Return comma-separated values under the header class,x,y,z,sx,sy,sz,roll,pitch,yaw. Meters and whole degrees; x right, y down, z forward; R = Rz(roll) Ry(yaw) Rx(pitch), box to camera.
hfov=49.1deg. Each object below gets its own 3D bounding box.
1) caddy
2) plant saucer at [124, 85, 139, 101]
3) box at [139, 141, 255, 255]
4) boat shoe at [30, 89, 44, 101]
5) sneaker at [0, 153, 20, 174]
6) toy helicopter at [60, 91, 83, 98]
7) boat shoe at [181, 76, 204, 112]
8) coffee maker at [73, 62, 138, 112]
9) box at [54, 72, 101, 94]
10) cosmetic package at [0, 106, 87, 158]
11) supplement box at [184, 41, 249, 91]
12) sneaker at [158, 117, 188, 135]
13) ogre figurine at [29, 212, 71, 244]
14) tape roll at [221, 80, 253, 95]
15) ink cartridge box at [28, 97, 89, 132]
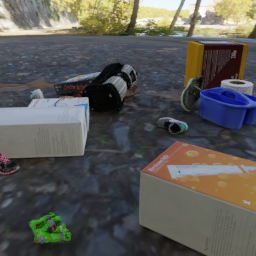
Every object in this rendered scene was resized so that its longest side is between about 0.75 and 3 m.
class,x,y,z,sx,sy,sz,roll,pitch,yaw
caddy,3.966,-0.964,11.049,1.757,1.305,2.486,-13,26,-27
plant saucer,-0.615,-1.778,13.995,2.331,0.426,2.331,0,28,0
box,1.765,1.415,5.401,2.671,1.302,1.661,15,27,31
boat shoe,-4.302,-1.433,13.227,0.589,0.577,1.653,-21,25,-18
sneaker,-3.470,0.905,7.631,1.111,0.530,0.439,9,23,18
toy helicopter,-2.316,-1.373,12.829,1.906,0.752,1.261,5,25,33
boat shoe,2.803,-1.557,11.975,0.700,0.644,1.959,36,53,-12
coffee maker,-0.928,-1.873,12.249,2.188,1.534,2.277,15,38,12
box,-2.115,-2.351,14.338,2.837,0.535,1.938,-1,23,37
cosmetic package,-2.802,0.087,8.769,2.872,1.165,1.621,-2,23,-3
supplement box,4.528,-3.179,14.693,2.550,2.515,1.693,-3,23,-6
sneaker,1.514,-0.066,10.051,1.108,0.463,0.669,12,16,24
ogre figurine,-1.521,1.912,5.334,0.580,0.474,0.967,-1,32,-34
tape roll,5.034,-1.650,13.089,1.408,0.966,1.408,0,23,0
ink cartridge box,-2.544,-0.474,10.387,2.148,0.922,1.573,-1,23,-6
